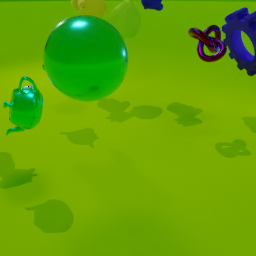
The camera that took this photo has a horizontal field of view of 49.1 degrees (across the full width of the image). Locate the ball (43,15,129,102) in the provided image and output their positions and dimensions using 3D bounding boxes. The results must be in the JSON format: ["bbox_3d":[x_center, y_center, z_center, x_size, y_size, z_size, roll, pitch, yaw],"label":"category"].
[{"bbox_3d":[-0.549,-0.911,3.745,1.115,1.115,1.115,0,27,0],"label":"ball"}]

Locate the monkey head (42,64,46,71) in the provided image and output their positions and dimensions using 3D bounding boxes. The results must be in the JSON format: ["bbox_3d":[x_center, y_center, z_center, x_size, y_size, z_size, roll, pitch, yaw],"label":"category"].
[{"bbox_3d":[-1.754,-1.672,7.880,1.306,0.939,0.787,9,41,36],"label":"monkey head"}]

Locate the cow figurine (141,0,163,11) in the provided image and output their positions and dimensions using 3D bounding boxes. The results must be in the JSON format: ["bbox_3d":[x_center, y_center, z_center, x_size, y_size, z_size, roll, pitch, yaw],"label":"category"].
[{"bbox_3d":[0.780,-4.679,9.149,1.579,1.605,0.881,-14,51,-46],"label":"cow figurine"}]

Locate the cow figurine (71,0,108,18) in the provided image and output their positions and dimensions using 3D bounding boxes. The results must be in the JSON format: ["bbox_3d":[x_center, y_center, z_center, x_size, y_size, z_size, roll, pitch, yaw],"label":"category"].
[{"bbox_3d":[-1.379,-4.191,9.501,1.721,0.945,1.693,37,10,19],"label":"cow figurine"}]

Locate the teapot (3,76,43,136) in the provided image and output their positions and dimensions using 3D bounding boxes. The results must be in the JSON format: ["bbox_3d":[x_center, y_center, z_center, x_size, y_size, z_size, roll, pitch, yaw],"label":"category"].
[{"bbox_3d":[-1.930,-0.349,5.102,0.636,1.299,0.808,7,33,-28],"label":"teapot"}]

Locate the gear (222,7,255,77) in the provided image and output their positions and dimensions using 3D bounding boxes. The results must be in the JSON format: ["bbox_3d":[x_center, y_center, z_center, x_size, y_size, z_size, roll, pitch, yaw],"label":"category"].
[{"bbox_3d":[3.431,-2.424,8.036,0.357,1.932,1.932,-29,31,-2],"label":"gear"}]

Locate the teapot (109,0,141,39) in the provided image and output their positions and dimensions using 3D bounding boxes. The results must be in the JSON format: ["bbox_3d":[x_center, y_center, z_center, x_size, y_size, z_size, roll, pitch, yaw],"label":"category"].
[{"bbox_3d":[-0.151,-3.632,9.411,0.911,1.860,1.156,11,-7,39],"label":"teapot"}]

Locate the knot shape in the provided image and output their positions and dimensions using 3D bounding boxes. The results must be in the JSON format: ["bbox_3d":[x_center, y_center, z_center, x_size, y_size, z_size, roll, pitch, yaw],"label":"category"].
[{"bbox_3d":[2.093,-2.148,7.189,1.119,0.517,1.047,1,63,-28],"label":"knot shape"}]
